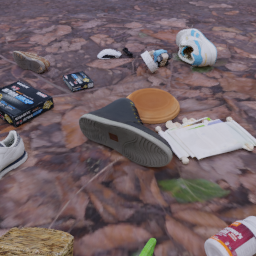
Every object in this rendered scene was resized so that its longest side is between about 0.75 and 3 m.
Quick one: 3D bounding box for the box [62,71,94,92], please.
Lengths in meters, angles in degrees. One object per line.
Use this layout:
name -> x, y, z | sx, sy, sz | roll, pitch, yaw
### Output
box -> -1.935, -1.810, 10.837 | 0.875, 0.253, 1.101 | -18, 40, -23

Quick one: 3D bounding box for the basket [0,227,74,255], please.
basket -> -1.674, 2.421, 5.042 | 1.297, 0.966, 0.926 | 4, 4, 6

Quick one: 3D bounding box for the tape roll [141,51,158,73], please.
tape roll -> 0.890, -2.711, 11.489 | 0.311, 0.889, 0.889 | -31, 36, 12

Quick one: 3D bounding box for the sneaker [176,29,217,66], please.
sneaker -> 2.791, -3.711, 12.673 | 1.193, 1.130, 2.955 | -9, 36, -14

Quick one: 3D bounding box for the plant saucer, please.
plant saucer -> 0.780, -0.830, 9.445 | 1.939, 0.363, 1.939 | 1, 37, 0

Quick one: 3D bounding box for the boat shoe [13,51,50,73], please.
boat shoe -> -4.119, -2.858, 11.962 | 1.853, 0.702, 0.665 | 27, 40, 18

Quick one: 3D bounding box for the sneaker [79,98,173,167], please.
sneaker -> 0.180, -0.082, 7.764 | 2.955, 1.105, 1.569 | 23, 45, 31

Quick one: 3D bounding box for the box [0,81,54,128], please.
box -> -3.714, -0.865, 9.405 | 1.935, 0.445, 1.538 | 26, 44, 30

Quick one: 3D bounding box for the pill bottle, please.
pill bottle -> 2.053, 2.135, 5.239 | 1.143, 0.626, 0.626 | -20, 41, -25

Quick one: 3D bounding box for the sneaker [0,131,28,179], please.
sneaker -> -3.396, 0.866, 6.800 | 0.772, 0.813, 2.021 | 19, 42, 21

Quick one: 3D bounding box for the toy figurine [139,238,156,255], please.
toy figurine -> 0.662, 3.008, 3.620 | 2.072, 1.690, 2.251 | 27, 66, 18

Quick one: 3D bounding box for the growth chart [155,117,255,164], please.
growth chart -> 2.287, 0.237, 8.116 | 2.658, 0.236, 1.923 | -9, 37, -11

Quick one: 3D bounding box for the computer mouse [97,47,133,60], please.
computer mouse -> -0.627, -3.477, 12.995 | 1.608, 0.353, 0.881 | -9, 39, -12

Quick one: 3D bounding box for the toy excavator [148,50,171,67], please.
toy excavator -> 1.295, -3.175, 12.325 | 0.573, 1.115, 1.147 | -16, 68, -20
